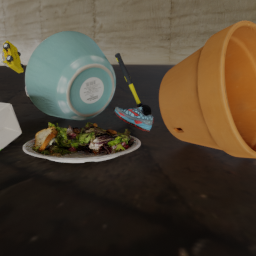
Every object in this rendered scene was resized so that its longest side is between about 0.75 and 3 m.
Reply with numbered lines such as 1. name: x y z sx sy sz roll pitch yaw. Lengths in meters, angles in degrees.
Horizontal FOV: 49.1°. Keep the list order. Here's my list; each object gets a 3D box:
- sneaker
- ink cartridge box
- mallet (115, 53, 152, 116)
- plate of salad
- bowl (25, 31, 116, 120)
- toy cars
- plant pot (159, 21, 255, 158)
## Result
1. sneaker: 0.177 -0.343 7.461 1.132 0.541 0.449 28 -6 13
2. ink cartridge box: -3.679 0.018 5.971 2.337 0.787 1.369 6 35 24
3. mallet: 0.099 -1.283 8.943 0.461 2.242 0.738 -24 -6 -10
4. plate of salad: -0.961 0.209 6.041 2.481 0.596 2.481 0 10 0
5. bowl: -1.475 -1.353 8.462 2.802 2.802 1.466 -12 33 -37
6. toy cars: -4.063 -1.990 10.729 0.608 2.748 1.232 -29 15 12
7. plant pot: 1.996 -0.693 6.243 2.743 2.743 1.920 -14 5 -41
